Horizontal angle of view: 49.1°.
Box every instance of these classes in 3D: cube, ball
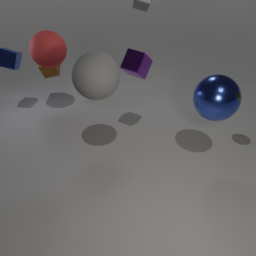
[{"bbox_3d":[0.288,-2.115,9.283,0.700,0.700,0.700,23,1,26],"label":"cube"},{"bbox_3d":[-3.072,-3.022,10.787,1.400,1.400,1.400,0,32,0],"label":"ball"},{"bbox_3d":[-3.415,-2.703,12.202,0.700,0.700,0.700,-10,58,6],"label":"cube"},{"bbox_3d":[-0.927,-1.511,8.144,1.400,1.400,1.400,0,32,0],"label":"ball"},{"bbox_3d":[2.675,-0.907,8.449,1.400,1.400,1.400,0,32,0],"label":"ball"},{"bbox_3d":[-4.635,-2.706,10.972,0.700,0.700,0.700,13,12,-9],"label":"cube"},{"bbox_3d":[0.665,-5.854,12.726,0.700,0.700,0.700,12,-10,-10],"label":"cube"}]
